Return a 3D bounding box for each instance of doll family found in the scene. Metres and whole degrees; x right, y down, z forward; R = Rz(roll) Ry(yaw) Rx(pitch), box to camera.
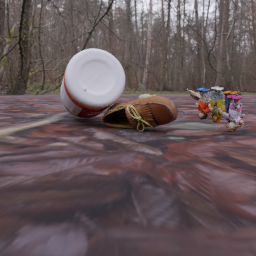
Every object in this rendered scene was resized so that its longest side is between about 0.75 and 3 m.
[{"bbox_3d":[2.351,-0.438,6.790,0.696,0.959,1.545,-17,25,-24],"label":"doll family"}]

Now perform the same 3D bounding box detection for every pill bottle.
[{"bbox_3d":[-1.218,-1.146,8.502,1.592,1.592,2.905,-3,-6,-17],"label":"pill bottle"}]

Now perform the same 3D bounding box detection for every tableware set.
[{"bbox_3d":[2.932,-0.936,10.159,1.566,0.217,1.875,39,23,25],"label":"tableware set"}]

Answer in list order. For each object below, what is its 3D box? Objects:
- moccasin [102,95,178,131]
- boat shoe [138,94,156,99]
[{"bbox_3d":[0.222,-0.329,6.949,2.223,0.813,0.858,5,35,40],"label":"moccasin"},{"bbox_3d":[0.886,-0.898,10.627,0.904,0.794,2.539,-13,4,17],"label":"boat shoe"}]
